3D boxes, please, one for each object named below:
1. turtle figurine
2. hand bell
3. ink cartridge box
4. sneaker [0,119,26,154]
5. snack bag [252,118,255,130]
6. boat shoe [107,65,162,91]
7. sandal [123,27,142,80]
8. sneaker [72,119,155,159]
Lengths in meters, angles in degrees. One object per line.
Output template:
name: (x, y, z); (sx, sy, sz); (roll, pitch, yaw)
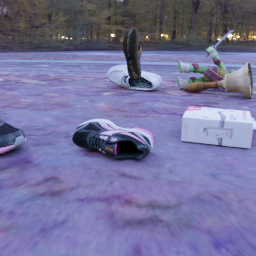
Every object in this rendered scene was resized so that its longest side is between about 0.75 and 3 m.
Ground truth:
turtle figurine: (3.676, -2.805, 13.274); (2.652, 2.735, 1.968); (-4, -15, 2)
hand bell: (3.757, -1.851, 12.007); (2.802, 1.459, 1.459); (-4, 14, 30)
ink cartridge box: (2.187, -0.057, 6.908); (1.568, 0.649, 1.149); (6, 19, 17)
sneaker: (-3.434, -0.145, 6.290); (2.591, 1.236, 1.023); (10, 19, 22)
snack bag: (3.034, -0.204, 8.145); (1.393, 0.158, 1.477); (1, 19, 1)
boat shoe: (0.144, -2.368, 13.184); (2.907, 1.069, 0.971); (11, 22, 26)
sandal: (0.221, -2.208, 8.333); (0.617, 1.509, 0.412); (-7, 5, 46)
sneaker: (-0.355, 0.271, 5.866); (1.791, 0.719, 0.773); (3, 20, 12)
